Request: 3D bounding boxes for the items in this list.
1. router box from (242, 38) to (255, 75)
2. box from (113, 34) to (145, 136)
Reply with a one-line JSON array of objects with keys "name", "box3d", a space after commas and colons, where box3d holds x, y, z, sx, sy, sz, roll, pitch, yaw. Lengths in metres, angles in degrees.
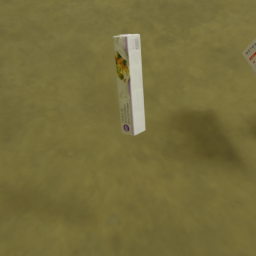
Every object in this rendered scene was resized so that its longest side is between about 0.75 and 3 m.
[{"name": "router box", "box3d": [3.428, -1.522, 5.529, 0.466, 1.906, 1.711, -3, 61, -28]}, {"name": "box", "box3d": [0.030, -0.608, 4.046, 0.276, 1.425, 0.295, 12, 27, 39]}]
